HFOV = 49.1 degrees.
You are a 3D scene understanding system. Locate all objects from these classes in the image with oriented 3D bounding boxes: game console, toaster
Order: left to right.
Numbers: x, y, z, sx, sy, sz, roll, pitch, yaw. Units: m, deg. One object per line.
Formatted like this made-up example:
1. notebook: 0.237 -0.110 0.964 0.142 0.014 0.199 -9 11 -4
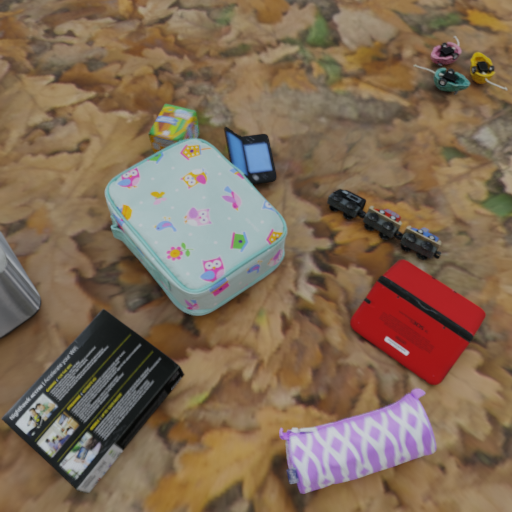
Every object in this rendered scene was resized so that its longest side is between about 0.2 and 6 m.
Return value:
1. toaster: -5.241 0.490 9.092 2.568 1.685 2.840 -33 65 -17
2. game console: -0.102 -1.989 10.954 0.928 0.614 1.055 -8 75 -7
3. game console: 2.776 1.085 9.621 1.767 1.049 1.523 35 96 20

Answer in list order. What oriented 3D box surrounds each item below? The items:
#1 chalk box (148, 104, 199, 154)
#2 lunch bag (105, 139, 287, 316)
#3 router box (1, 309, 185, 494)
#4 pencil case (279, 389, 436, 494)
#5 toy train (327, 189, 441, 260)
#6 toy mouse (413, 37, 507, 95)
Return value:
1. chalk box: -1.624 -2.606 11.520 0.711 0.706 1.139 14 61 10
2. lunch bag: -1.156 -0.569 10.029 2.446 1.176 3.050 -36 65 -17
3. router box: -2.463 2.163 8.641 1.669 0.571 2.237 33 68 19
4. pencil case: 1.449 2.680 8.124 2.224 0.934 0.951 -14 88 -5
5. toy train: 2.427 -0.622 10.544 2.349 0.401 0.538 31 52 18
6. toy mouse: 4.396 -4.224 12.696 1.793 0.390 2.018 -7 59 -5
